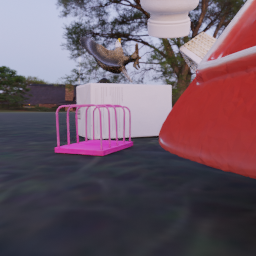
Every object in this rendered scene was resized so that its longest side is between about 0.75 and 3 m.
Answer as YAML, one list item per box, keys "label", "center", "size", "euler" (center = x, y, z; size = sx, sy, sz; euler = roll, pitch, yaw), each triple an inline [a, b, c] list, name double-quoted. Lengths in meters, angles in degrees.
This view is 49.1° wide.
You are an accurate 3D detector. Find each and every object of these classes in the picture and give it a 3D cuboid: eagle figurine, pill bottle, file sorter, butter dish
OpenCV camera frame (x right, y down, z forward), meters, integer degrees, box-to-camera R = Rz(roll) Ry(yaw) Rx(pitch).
- label: "eagle figurine"
  center: [-0.663, -2.948, 11.567]
  size: [2.367, 1.796, 1.786]
  euler: [2, 42, 8]
- label: "pill bottle"
  center: [0.895, -3.197, 5.938]
  size: [1.297, 2.336, 1.297]
  euler: [-2, 30, 1]
- label: "file sorter"
  center: [-0.436, -0.015, 3.926]
  size: [0.704, 0.635, 1.013]
  euler: [1, 4, 22]
- label: "butter dish"
  center: [1.753, -0.350, 1.351]
  size: [1.834, 2.475, 2.482]
  euler: [40, -11, -14]

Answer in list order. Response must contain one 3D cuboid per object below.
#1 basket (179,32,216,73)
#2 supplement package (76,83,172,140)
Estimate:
- label: "basket"
  center: [1.879, -1.609, 6.555]
  size: [0.796, 0.724, 1.174]
  euler: [45, 11, -41]
- label: "supplement package"
  center: [-0.091, -0.355, 5.771]
  size: [1.732, 1.050, 1.037]
  euler: [-2, 4, -24]
